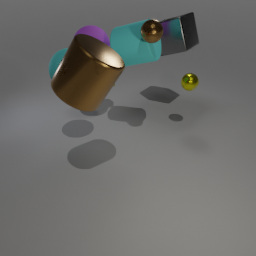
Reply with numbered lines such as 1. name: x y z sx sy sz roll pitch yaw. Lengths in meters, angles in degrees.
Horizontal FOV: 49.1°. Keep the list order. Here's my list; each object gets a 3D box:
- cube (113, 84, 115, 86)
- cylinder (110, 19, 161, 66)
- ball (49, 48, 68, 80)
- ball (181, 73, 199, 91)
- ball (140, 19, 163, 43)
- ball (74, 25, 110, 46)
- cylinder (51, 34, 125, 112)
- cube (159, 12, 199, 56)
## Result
1. cube: -1.038 -2.283 12.888 0.700 0.700 0.700 2 3 -26
2. cylinder: 0.295 -2.969 9.881 1.400 1.400 1.400 -4 26 26
3. ball: -1.905 -1.924 9.286 1.400 1.400 1.400 0 30 0
4. ball: 2.446 -1.817 11.079 0.700 0.700 0.700 0 30 0
5. ball: 0.729 -2.946 8.547 0.700 0.700 0.700 0 30 0
6. ball: -1.379 -3.126 10.555 1.400 1.400 1.400 0 30 0
7. cylinder: -1.012 -1.371 7.042 1.400 1.400 1.400 28 29 -17
8. cube: 2.068 -4.048 12.136 1.400 1.400 1.400 0 25 39
